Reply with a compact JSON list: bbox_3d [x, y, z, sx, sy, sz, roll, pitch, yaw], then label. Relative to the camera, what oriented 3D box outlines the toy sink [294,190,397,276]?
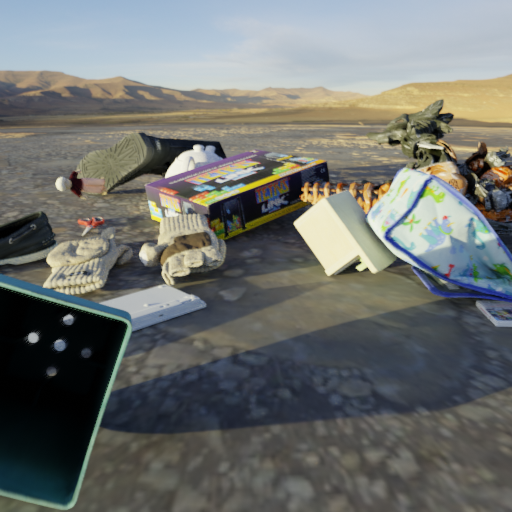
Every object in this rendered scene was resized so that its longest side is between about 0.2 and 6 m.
[{"bbox_3d":[1.519,-0.242,9.587,0.840,1.500,0.978,-41,-9,36],"label":"toy sink"}]

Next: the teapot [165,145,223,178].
[{"bbox_3d":[-1.537,-2.181,15.068,2.089,1.546,2.117,-13,24,-33],"label":"teapot"}]

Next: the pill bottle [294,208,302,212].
[{"bbox_3d":[0.797,-1.627,14.770,0.697,0.697,1.282,-6,19,-19],"label":"pill bottle"}]

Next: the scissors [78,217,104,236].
[{"bbox_3d":[-3.694,-0.677,12.648,0.580,0.110,1.586,-4,16,-19],"label":"scissors"}]

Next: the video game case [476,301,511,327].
[{"bbox_3d":[3.627,0.807,7.819,0.846,0.097,0.770,1,17,1],"label":"video game case"}]

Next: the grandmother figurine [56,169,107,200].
[{"bbox_3d":[-4.532,-1.857,14.452,1.329,0.806,0.403,-7,-19,-47],"label":"grandmother figurine"}]

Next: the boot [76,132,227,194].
[{"bbox_3d":[-3.137,-2.772,17.326,3.100,1.234,3.761,-15,0,33],"label":"boot"}]

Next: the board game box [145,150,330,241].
[{"bbox_3d":[-0.431,-1.518,12.946,3.335,0.946,2.757,-25,29,-31],"label":"board game box"}]

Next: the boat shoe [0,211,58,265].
[{"bbox_3d":[-4.825,-0.218,9.668,2.668,0.885,0.997,-13,27,-28],"label":"boat shoe"}]

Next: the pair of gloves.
[{"bbox_3d":[-2.040,-0.002,9.708,2.985,0.523,2.538,-11,23,-13],"label":"pair of gloves"}]

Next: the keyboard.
[{"bbox_3d":[-2.438,0.968,7.231,3.794,0.202,1.068,-15,18,-42],"label":"keyboard"}]

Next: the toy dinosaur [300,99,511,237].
[{"bbox_3d":[3.783,-1.475,11.659,5.338,2.727,3.623,17,29,-17],"label":"toy dinosaur"}]

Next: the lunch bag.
[{"bbox_3d":[2.946,-0.225,8.693,2.221,1.415,1.888,34,13,-6],"label":"lunch bag"}]

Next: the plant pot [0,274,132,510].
[{"bbox_3d":[-1.880,0.916,4.784,1.392,1.392,1.970,18,-3,-9],"label":"plant pot"}]
